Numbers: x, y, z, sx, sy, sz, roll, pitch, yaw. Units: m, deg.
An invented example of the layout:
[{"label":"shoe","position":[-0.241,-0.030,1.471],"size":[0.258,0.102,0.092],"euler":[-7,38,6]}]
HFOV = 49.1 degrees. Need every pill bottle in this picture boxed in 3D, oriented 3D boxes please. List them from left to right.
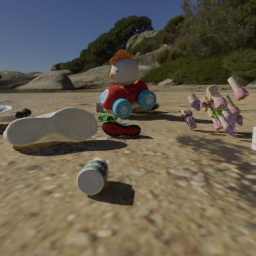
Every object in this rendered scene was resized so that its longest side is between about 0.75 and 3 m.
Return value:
[{"label":"pill bottle","position":[-0.550,0.768,4.611],"size":[0.427,0.427,0.755],"euler":[1,9,4]}]

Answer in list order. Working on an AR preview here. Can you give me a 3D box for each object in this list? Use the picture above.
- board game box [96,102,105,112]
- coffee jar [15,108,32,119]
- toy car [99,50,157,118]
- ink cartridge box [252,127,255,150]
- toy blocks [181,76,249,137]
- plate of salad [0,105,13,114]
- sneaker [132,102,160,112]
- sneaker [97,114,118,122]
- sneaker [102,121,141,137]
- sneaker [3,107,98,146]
[{"label":"board game box","position":[-1.314,-1.270,16.687],"size":[0.931,0.566,1.168],"euler":[1,9,7]},{"label":"coffee jar","position":[-4.934,-0.658,13.194],"size":[0.416,0.340,0.797],"euler":[29,23,2]},{"label":"toy car","position":[-0.325,-2.416,14.281],"size":[2.627,2.970,2.738],"euler":[-21,23,-16]},{"label":"ink cartridge box","position":[4.034,0.278,7.064],"size":[1.431,0.614,1.048],"euler":[-4,10,-29]},{"label":"toy blocks","position":[2.998,-0.342,9.300],"size":[1.964,1.653,1.835],"euler":[-23,-22,3]},{"label":"plate of salad","position":[-5.933,-0.355,10.729],"size":[2.937,0.705,2.937],"euler":[-9,15,2]},{"label":"sneaker","position":[0.905,-1.290,16.172],"size":[2.227,0.747,1.000],"euler":[-4,5,-42]},{"label":"sneaker","position":[-0.872,-0.426,11.633],"size":[0.904,0.335,0.378],"euler":[7,-1,19]},{"label":"sneaker","position":[-0.229,0.057,9.115],"size":[1.266,0.502,0.604],"euler":[9,3,-3]},{"label":"sneaker","position":[-2.208,0.004,8.126],"size":[2.643,0.995,1.169],"euler":[-5,-4,-33]}]
